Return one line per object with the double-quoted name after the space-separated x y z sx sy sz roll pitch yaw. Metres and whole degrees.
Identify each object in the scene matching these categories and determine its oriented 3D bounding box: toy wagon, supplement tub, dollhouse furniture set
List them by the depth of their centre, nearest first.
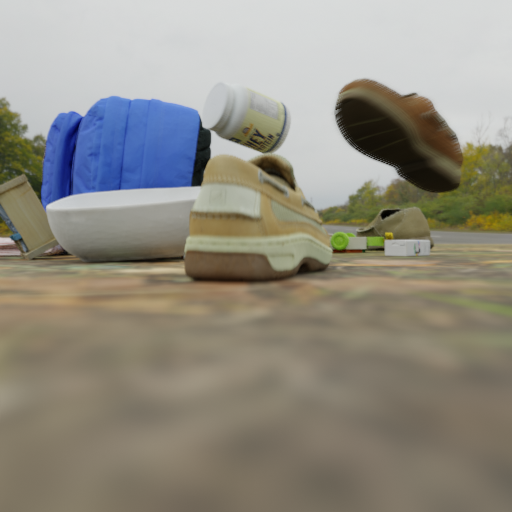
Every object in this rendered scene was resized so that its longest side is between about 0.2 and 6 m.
-4.222 -0.328 8.892 1.708 1.204 1.197 -33 15 -23 "dollhouse furniture set"
2.064 -0.330 14.033 2.639 0.522 2.048 1 2 16 "toy wagon"
-0.243 -3.484 14.165 1.927 1.397 1.397 13 -6 -32 "supplement tub"

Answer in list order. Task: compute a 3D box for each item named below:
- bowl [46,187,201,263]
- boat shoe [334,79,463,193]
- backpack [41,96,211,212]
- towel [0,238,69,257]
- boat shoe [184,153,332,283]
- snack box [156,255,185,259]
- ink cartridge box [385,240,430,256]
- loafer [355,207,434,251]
-1.792 -0.492 8.331 2.304 0.860 2.301 -3 11 -7 "bowl"
2.701 -2.409 10.495 1.256 1.186 3.490 -2 -22 44 "boat shoe"
-2.622 -1.542 11.484 3.346 3.240 3.987 1 10 -15 "backpack"
-5.020 -0.190 11.377 2.311 0.390 2.419 0 2 -9 "towel"
0.169 -0.399 5.281 1.056 1.122 2.947 0 2 10 "boat shoe"
-0.920 -0.117 10.100 0.870 0.294 2.421 1 2 30 "snack box"
2.995 -0.155 11.112 0.753 0.316 0.545 -1 2 -38 "ink cartridge box"
3.908 -0.740 15.964 1.363 1.209 3.584 0 2 -16 "loafer"
